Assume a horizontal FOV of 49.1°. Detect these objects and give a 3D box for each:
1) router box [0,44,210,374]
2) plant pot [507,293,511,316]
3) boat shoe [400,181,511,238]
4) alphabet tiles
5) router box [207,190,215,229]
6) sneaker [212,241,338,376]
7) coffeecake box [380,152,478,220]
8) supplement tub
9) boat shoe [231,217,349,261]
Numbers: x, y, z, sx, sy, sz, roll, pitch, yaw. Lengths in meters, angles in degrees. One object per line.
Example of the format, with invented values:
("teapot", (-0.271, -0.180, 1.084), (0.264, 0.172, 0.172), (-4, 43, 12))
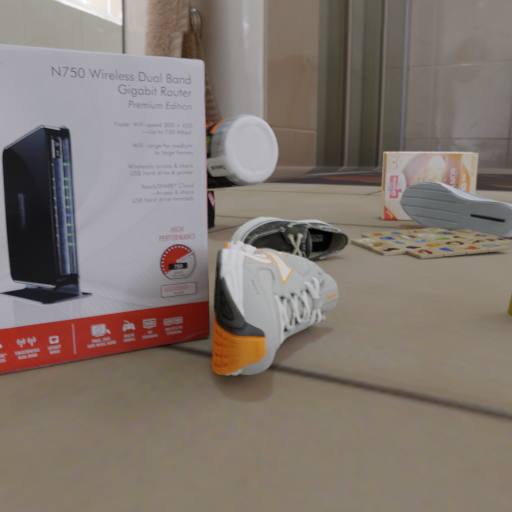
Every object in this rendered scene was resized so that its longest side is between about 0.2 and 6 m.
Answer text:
("router box", (-1.887, -0.396, 4.836), (2.917, 2.618, 0.713), (-7, 12, -28))
("plant pot", (3.090, 0.415, 5.967), (0.577, 0.594, 0.581), (1, 11, 5))
("boat shoe", (4.471, -0.905, 12.147), (0.891, 1.034, 2.874), (9, 12, -42))
("alphabet tiles", (3.247, -0.265, 10.472), (2.652, 0.084, 2.206), (-5, 13, -16))
("router box", (-2.383, -0.903, 11.838), (2.120, 0.879, 2.829), (4, 12, 20))
("sneaker", (0.227, 0.377, 5.339), (1.216, 1.001, 2.643), (4, 13, 0))
("coffeecake box", (4.281, -1.751, 14.045), (2.182, 1.675, 0.797), (1, 11, 6))
("supplement tub", (-0.764, -2.168, 12.023), (1.433, 1.433, 2.339), (-9, 8, -38))
("boat shoe", (0.576, -0.239, 8.860), (2.089, 0.738, 0.665), (-9, 17, -35))
